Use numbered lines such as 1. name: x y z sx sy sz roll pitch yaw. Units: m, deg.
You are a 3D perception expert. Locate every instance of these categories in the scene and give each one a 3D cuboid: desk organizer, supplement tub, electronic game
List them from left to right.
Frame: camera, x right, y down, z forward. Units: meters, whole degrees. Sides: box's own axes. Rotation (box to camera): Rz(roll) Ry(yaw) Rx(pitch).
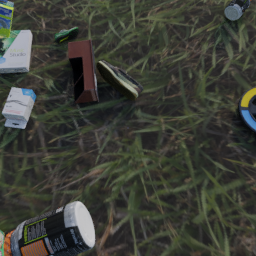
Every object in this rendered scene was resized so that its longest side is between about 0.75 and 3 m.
1. supplement tub: -1.338 1.886 4.832 1.377 0.844 0.844 -21 66 4
2. desk organizer: -1.680 -2.130 10.471 0.904 0.842 2.348 -8 64 -1
3. supplement tub: 4.740 -5.248 12.018 0.730 0.730 1.191 36 70 16
4. electronic game: 5.006 -0.592 9.934 2.149 0.447 2.149 0 64 0

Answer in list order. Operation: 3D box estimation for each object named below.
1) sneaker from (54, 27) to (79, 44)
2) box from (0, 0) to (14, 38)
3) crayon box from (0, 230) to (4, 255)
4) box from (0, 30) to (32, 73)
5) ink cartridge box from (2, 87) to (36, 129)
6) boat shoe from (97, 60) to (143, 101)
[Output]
1. sneaker: -2.530 -3.925 11.549 1.103 0.431 0.470 -27 67 -12
2. box: -3.700 -3.195 8.124 0.615 1.008 0.240 12 38 -20
3. crayon box: -4.297 3.952 7.387 1.844 0.623 2.138 -15 50 -8
4. box: -4.628 -3.068 11.179 1.394 0.351 1.932 -4 63 -2
5. ink cartridge box: -3.906 -0.721 9.990 0.797 0.459 1.377 7 65 3
6. boat shoe: -0.292 -1.857 10.440 2.034 0.727 0.668 42 64 14
